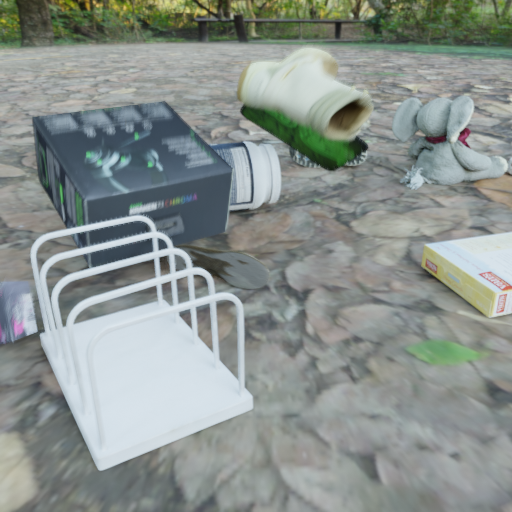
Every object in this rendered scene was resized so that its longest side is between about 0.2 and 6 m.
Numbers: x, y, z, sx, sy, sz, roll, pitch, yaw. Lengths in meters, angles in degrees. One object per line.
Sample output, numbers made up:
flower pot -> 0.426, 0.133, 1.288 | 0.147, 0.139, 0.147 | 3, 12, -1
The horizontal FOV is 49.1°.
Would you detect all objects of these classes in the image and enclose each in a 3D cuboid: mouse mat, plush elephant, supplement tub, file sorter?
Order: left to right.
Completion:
file sorter -> -1.353, 0.716, 6.127 | 1.660, 1.490, 2.393 | -15, 30, -28
supplement tub -> -0.599, -1.521, 10.921 | 1.898, 1.332, 1.332 | -7, 27, -14
mouse mat -> 0.805, -2.308, 10.180 | 2.213, 0.083, 1.781 | 30, -13, -9
plush elephant -> 4.268, -2.731, 12.711 | 2.560, 1.982, 2.108 | -20, 32, -35

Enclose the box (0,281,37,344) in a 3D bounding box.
box -> -3.045, 0.686, 6.583 | 0.606, 0.698, 1.056 | -12, -1, -7

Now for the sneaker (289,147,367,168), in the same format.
sneaker -> 1.787, -2.546, 14.082 | 1.928, 0.756, 0.867 | 8, 7, 8

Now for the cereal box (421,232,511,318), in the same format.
cereal box -> 3.929, 0.179, 8.409 | 2.314, 0.457, 1.665 | -8, 27, -16

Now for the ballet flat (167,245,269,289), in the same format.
ballet flat -> -0.553, 0.129, 8.401 | 1.596, 0.538, 0.370 | 10, 11, 13

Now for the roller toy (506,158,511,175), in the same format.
roller toy -> 6.182, -2.084, 13.253 | 0.514, 0.359, 0.469 | 9, 29, -4

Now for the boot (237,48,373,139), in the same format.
boot -> 0.988, -2.354, 8.109 | 1.660, 0.774, 2.146 | 31, 39, 27

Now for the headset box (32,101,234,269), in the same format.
headset box -> -1.800, -1.134, 8.215 | 2.161, 1.151, 2.482 | -17, 46, -30
